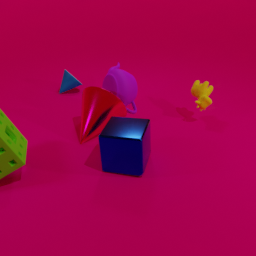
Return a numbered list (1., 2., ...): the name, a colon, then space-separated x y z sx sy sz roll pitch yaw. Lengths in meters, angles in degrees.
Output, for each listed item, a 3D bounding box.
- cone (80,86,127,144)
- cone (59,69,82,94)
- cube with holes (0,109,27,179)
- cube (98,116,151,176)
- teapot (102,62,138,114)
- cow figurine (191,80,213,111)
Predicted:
1. cone: -1.041 -0.144 8.331 1.542 1.542 1.548 14 59 23
2. cone: -2.467 -1.702 11.191 0.908 0.905 0.905 -49 40 1
3. cube with holes: -3.153 0.437 6.397 1.131 1.131 1.131 -31 30 -1
4. cube: -0.039 0.423 6.955 1.045 1.045 1.045 5 30 14
5. teapot: -0.215 -1.305 8.935 0.987 1.253 2.015 -8 65 -33
6. cow figurine: 2.339 -1.043 9.037 0.522 0.936 0.951 33 -3 -33
